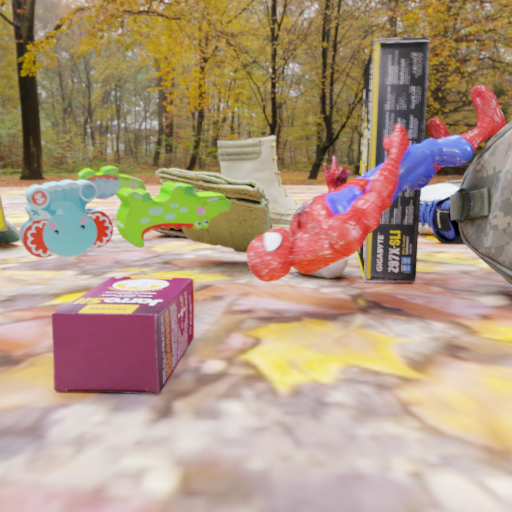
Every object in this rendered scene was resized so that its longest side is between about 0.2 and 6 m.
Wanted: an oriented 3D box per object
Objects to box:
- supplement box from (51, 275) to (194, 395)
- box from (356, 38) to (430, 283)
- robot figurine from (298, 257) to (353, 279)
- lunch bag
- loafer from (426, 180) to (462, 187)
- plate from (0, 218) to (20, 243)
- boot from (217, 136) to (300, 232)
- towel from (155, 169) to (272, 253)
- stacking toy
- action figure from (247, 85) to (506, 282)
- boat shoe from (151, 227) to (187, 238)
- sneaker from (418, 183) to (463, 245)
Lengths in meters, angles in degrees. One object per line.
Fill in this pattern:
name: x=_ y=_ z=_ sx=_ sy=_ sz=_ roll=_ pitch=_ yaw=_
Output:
supplement box: x=-0.869 y=0.500 z=3.968 sx=0.674 sy=0.523 sz=1.222 roll=1 pitch=9 yaw=4
box: x=1.768 y=-1.236 z=7.580 sx=0.700 sy=2.838 sz=2.266 roll=2 pitch=10 yaw=9
robot figurine: x=0.817 y=0.014 z=7.165 sx=0.758 sy=0.504 sz=0.893 roll=-20 pitch=16 yaw=-32
lunch bag: x=3.886 y=-0.558 z=5.504 sx=3.067 sy=2.137 sz=2.572 roll=0 pitch=2 yaw=-13
loafer: x=4.620 y=-1.197 z=13.363 sx=3.084 sy=1.173 sz=1.040 roll=-6 pitch=4 yaw=40
plate: x=-5.178 y=-0.824 z=9.592 sx=2.377 sy=0.304 sz=2.377 roll=14 pitch=-17 yaw=5
boot: x=0.457 y=-1.535 z=12.082 sx=2.680 sy=2.072 sz=0.966 roll=-2 pitch=9 yaw=-16
towel: x=-0.457 y=-0.561 z=7.574 sx=1.471 sy=0.362 sz=1.983 roll=14 pitch=-20 yaw=12
stacking toy: x=-2.687 y=-0.226 z=5.847 sx=4.046 sy=0.951 sz=3.051 roll=-12 pitch=17 yaw=-24
action figure: x=1.182 y=-0.716 z=5.531 sx=3.454 sy=0.893 sz=1.130 roll=-38 pitch=6 yaw=-33
boat shoe: x=-1.011 y=-0.701 z=11.060 sx=2.513 sy=0.908 sz=0.909 roll=-7 pitch=10 yaw=22
sneaker: x=3.728 y=-0.858 z=10.933 sx=1.572 sy=1.100 sz=2.723 roll=-4 pitch=11 yaw=-38
